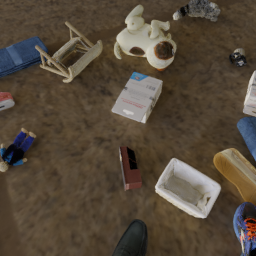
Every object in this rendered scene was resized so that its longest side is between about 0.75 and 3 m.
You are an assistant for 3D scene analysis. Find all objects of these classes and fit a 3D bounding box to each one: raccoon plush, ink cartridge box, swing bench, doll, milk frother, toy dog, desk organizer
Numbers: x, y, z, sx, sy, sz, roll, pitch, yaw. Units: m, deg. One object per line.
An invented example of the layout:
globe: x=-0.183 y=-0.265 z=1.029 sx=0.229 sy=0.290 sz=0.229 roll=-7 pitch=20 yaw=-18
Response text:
raccoon plush: x=3.389 y=-5.409 z=13.472 sx=2.072 sy=1.002 sz=1.388 roll=-38 pitch=75 yaw=7
ink cartridge box: x=5.149 y=-1.275 z=10.738 sx=1.035 sy=0.596 sz=1.787 roll=19 pitch=59 yaw=12
ink cartridge box: x=0.348 y=-1.018 z=10.505 sx=1.213 sy=0.698 sz=2.094 roll=21 pitch=60 yaw=13
swing bench: x=-2.354 y=-3.010 z=11.523 sx=1.928 sy=1.251 sz=1.917 roll=33 pitch=62 yaw=14
doll: x=-3.858 y=0.774 z=9.536 sx=1.082 sy=0.384 sz=1.585 roll=26 pitch=67 yaw=7
milk frother: x=4.660 y=-3.095 z=11.828 sx=0.683 sy=0.757 sz=0.712 roll=1 pitch=57 yaw=5
toy dog: x=0.864 y=-3.495 z=11.552 sx=2.475 sy=1.727 sz=2.399 roll=39 pitch=68 yaw=20
desk organizer: x=0.067 y=1.269 z=9.161 sx=0.536 sy=0.499 sz=1.391 roll=-6 pitch=58 yaw=-7

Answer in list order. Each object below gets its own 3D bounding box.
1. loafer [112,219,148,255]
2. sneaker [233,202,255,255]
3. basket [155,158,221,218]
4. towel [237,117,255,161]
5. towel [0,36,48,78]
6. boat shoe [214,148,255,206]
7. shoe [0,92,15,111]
loafer: x=-0.064 y=3.503 z=7.389 sx=0.780 sy=0.806 sz=2.297 roll=12 pitch=61 yaw=24
sneaker: x=3.504 y=3.140 z=7.698 sx=0.869 sy=0.905 sz=2.306 roll=4 pitch=57 yaw=1
basket: x=1.717 y=1.832 z=8.343 sx=1.622 sy=1.000 sz=1.099 roll=31 pitch=70 yaw=12
towel: x=4.638 y=0.814 z=8.858 sx=1.611 sy=0.700 sz=2.885 roll=4 pitch=43 yaw=-12
towel: x=-4.669 y=-3.005 z=11.865 sx=2.452 sy=0.595 sz=1.369 roll=-27 pitch=61 yaw=-15
boat shoe: x=3.850 y=1.627 z=8.652 sx=0.889 sy=0.948 sz=2.571 roll=-26 pitch=66 yaw=-26
shoe: x=-5.014 y=-0.954 z=10.646 sx=1.257 sy=0.449 sz=0.572 roll=-21 pitch=58 yaw=-19
